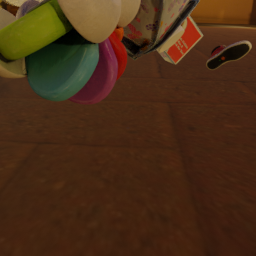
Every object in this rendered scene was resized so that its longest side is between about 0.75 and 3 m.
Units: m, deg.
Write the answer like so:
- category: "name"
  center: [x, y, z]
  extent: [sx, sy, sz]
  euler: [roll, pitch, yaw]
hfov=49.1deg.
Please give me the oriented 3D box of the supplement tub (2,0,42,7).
- category: "supplement tub"
  center: [-2.184, -3.087, 5.382]
  extent: [1.214, 1.214, 1.679]
  euler: [-12, 41, -25]

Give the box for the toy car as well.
- category: "toy car"
  center: [-0.834, -1.297, 4.335]
  extent: [2.184, 1.871, 2.495]
  euler: [-16, 23, 24]

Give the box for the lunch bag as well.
- category: "lunch bag"
  center: [0.631, -2.629, 5.761]
  extent: [1.354, 2.129, 1.806]
  euler: [33, 68, 10]

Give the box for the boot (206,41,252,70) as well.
- category: "boot"
  center: [1.887, -1.464, 5.207]
  extent: [0.842, 0.305, 0.608]
  euler: [-22, 27, 43]

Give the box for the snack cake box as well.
- category: "snack cake box"
  center: [1.419, -4.012, 10.728]
  extent: [1.610, 2.799, 0.940]
  euler: [-47, 33, 3]

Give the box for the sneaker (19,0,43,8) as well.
- category: "sneaker"
  center: [-2.197, -2.462, 7.042]
  extent: [0.938, 2.039, 0.772]
  euler: [26, 30, 9]

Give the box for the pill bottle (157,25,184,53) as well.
- category: "pill bottle"
  center: [0.577, -3.390, 8.158]
  extent: [2.285, 1.268, 1.268]
  euler: [53, 39, 4]
